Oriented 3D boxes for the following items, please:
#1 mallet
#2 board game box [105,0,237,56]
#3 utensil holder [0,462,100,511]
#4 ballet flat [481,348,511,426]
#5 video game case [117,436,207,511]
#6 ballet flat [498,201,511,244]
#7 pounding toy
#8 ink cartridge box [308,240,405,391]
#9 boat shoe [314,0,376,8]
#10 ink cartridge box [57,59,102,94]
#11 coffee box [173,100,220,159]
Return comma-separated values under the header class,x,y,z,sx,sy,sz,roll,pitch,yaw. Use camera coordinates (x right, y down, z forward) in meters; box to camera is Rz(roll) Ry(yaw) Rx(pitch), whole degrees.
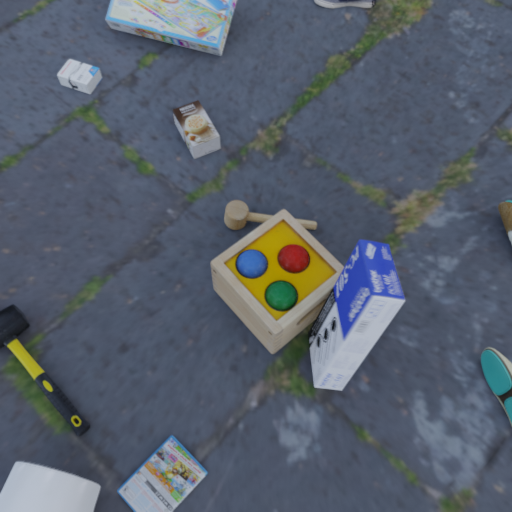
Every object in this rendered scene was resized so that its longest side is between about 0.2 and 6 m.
class,x,y,z,sx,sy,sz,roll,pitch,yaw
mallet,-3.596,1.866,9.436,2.635,0.542,0.868,37,64,12
board game box,-1.884,-5.873,12.906,2.721,0.466,1.829,16,89,3
utensil holder,-3.071,3.896,7.828,1.390,1.390,1.635,12,60,6
ballet flat,4.240,2.260,9.216,0.557,0.557,1.604,-12,65,-6
video game case,-1.455,3.523,8.726,0.829,0.103,1.159,40,69,19
ballet flat,5.378,-0.027,10.295,2.467,0.837,0.892,38,87,14
pounding toy,0.317,-0.152,9.976,2.386,1.243,2.716,-37,69,-18
ink cartridge box,1.448,0.972,8.640,0.522,2.363,1.111,9,44,-12
boat shoe,2.199,-6.481,13.602,1.531,0.710,0.572,-1,62,-1
ink cartridge box,-3.944,-4.012,12.532,0.769,0.322,0.558,20,64,10
coffee box,-1.257,-2.658,11.760,0.628,0.438,1.098,-24,65,-12
